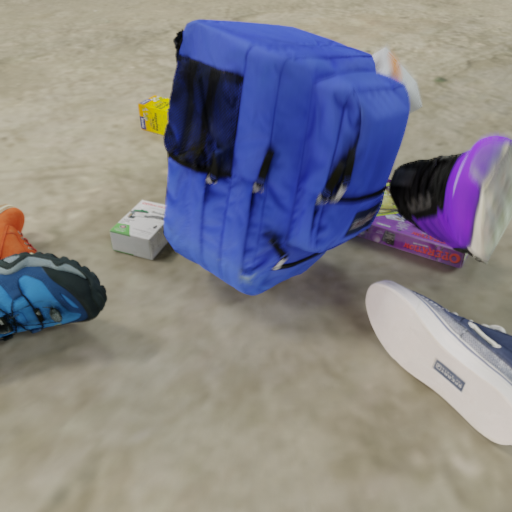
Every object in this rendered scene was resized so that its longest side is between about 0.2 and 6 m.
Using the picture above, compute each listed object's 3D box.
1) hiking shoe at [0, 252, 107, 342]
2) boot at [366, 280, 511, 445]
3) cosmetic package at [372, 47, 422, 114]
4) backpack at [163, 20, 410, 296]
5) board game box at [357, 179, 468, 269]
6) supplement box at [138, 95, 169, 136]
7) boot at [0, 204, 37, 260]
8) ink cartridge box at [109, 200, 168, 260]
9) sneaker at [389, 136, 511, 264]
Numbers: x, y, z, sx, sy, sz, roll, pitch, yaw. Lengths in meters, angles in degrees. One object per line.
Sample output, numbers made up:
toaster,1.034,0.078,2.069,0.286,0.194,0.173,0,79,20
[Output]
hiking shoe,-3.756,0.900,7.648,3.477,1.293,1.507,-4,46,9
boot,2.724,1.211,7.432,1.225,0.987,2.713,-14,46,-31
cosmetic package,2.648,-3.304,10.743,0.466,1.307,0.663,-23,60,33
backpack,0.269,-1.206,8.161,3.034,3.616,2.938,34,33,30
board game box,2.631,-0.787,10.375,2.871,0.464,1.723,21,38,25
supplement box,-2.122,-3.332,13.457,1.239,0.679,0.675,19,41,24
boot,-4.032,-0.101,9.281,1.071,0.750,1.998,4,43,-5
ink cartridge box,-1.931,-0.482,9.895,0.806,0.465,1.103,13,39,16
sneaker,2.594,-0.801,7.651,1.731,3.481,1.210,30,89,22
